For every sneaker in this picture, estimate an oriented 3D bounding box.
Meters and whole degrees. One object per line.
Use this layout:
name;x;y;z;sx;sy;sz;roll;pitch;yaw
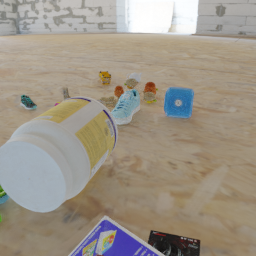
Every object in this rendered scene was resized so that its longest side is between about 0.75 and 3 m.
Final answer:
sneaker;-4.778;-1.253;13.332;1.253;0.572;0.486;21;32;37
sneaker;-0.167;-1.028;12.187;0.993;1.100;2.685;6;25;15

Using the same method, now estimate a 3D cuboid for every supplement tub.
supplement tub;-1.701;0.541;7.364;2.152;2.152;2.960;8;24;17

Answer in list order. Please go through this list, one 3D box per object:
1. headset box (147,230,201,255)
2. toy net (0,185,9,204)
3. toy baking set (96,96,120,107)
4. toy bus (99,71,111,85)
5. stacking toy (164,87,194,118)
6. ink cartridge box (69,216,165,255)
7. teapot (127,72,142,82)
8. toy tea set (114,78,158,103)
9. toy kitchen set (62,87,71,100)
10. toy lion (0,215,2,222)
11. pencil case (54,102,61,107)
headset box;0.744;2.545;4.967;0.989;0.513;1.329;7;23;14
toy net;-3.846;1.297;7.589;2.532;0.489;1.328;13;36;27
toy baking set;-0.904;-1.257;13.778;1.695;0.257;2.209;7;18;29
toy bus;-1.440;-3.141;17.422;0.540;0.650;1.660;-5;25;-14
stacking toy;2.383;-1.310;13.021;1.242;1.314;2.264;6;14;11
ink cartridge box;-0.253;2.677;3.987;2.248;0.488;2.227;20;49;38
teapot;0.410;-3.221;17.681;0.800;0.592;0.810;8;26;17
toy tea set;0.434;-1.818;14.541;2.309;0.855;1.373;14;55;11
toy kitchen set;-2.602;-1.431;13.358;0.962;0.868;0.785;-4;25;2
toy lion;-3.352;2.135;6.214;0.917;0.315;0.879;0;17;0
pencil case;-2.046;-0.554;11.503;2.061;0.911;0.911;4;24;12
